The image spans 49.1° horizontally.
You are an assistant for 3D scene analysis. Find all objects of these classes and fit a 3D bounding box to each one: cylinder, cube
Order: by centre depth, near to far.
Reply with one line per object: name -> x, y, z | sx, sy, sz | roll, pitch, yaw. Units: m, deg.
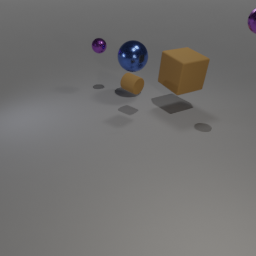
cylinder -> 0.175, -1.793, 11.272 | 0.700, 0.700, 0.700 | 30, 40, 32
cube -> 2.274, -2.387, 11.653 | 1.400, 1.400, 1.400 | -16, 41, -27

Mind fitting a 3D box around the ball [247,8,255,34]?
ball -> 3.472, -2.790, 7.249 | 0.700, 0.700, 0.700 | 0, 29, 0

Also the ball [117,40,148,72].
ball -> 0.221, -3.253, 12.717 | 1.400, 1.400, 1.400 | 0, 29, 0

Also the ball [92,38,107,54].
ball -> -1.346, -3.835, 13.065 | 0.700, 0.700, 0.700 | 0, 29, 0
